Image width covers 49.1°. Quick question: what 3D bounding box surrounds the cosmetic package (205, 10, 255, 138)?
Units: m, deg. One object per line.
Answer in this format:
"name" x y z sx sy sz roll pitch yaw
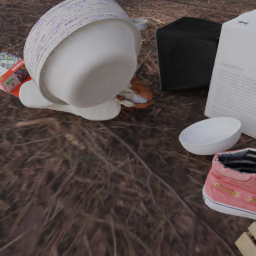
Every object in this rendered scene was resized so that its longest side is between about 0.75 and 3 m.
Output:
"cosmetic package" 3.949 -1.523 7.811 2.356 2.855 2.353 30 47 33

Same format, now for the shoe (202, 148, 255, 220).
"shoe" 2.945 1.217 5.595 2.707 1.231 0.967 8 38 10

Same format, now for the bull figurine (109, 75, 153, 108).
"bull figurine" -0.455 -1.478 8.782 2.804 0.913 1.702 35 23 32

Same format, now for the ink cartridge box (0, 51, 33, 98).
"ink cartridge box" -4.122 -1.917 9.956 2.255 0.568 1.229 25 62 30

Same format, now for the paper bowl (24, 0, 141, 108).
"paper bowl" -0.891 -1.551 6.639 2.730 2.730 1.420 -23 66 -27

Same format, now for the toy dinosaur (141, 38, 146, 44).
"toy dinosaur" 0.641 -4.083 13.369 0.441 0.254 0.872 -26 35 -8

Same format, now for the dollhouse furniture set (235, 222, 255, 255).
"dollhouse furniture set" 2.691 2.041 4.945 0.961 0.914 0.783 -1 40 -26

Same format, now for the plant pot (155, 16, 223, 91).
"plant pot" 2.331 -2.471 9.377 1.861 2.093 2.098 12 36 33

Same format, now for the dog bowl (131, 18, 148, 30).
"dog bowl" 0.534 -5.676 15.297 1.130 0.331 1.130 0 38 0

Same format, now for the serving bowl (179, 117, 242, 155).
"serving bowl" 2.110 0.265 7.085 1.537 0.506 1.537 -19 17 6

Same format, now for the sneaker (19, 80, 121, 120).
"sneaker" -1.689 -0.901 8.656 2.942 1.107 1.302 10 0 -6
